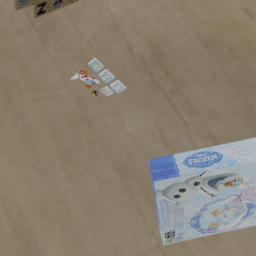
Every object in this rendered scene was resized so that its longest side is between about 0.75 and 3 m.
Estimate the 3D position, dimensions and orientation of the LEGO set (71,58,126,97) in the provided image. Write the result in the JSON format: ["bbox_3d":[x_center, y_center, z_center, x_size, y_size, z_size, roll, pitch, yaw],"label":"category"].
[{"bbox_3d":[-0.690,-0.969,6.122,0.895,1.199,0.294,42,66,-20],"label":"LEGO set"}]

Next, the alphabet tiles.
[{"bbox_3d":[-1.454,-3.671,6.065,2.398,2.881,0.091,-37,82,-28],"label":"alphabet tiles"}]

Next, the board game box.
[{"bbox_3d":[1.396,1.026,4.299,1.971,1.981,0.430,-11,45,1],"label":"board game box"}]
